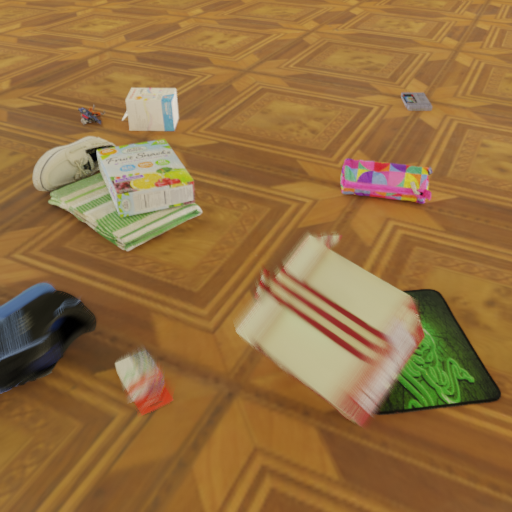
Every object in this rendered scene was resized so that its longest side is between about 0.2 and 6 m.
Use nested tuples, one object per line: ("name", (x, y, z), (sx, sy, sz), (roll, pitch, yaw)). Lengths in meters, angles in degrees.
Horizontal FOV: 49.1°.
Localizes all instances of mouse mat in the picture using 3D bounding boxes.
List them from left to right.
("mouse mat", (2.300, 1.338, 8.521), (1.946, 0.091, 2.419), (-5, 38, -7))

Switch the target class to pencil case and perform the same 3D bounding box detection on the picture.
("pencil case", (2.720, -1.579, 11.782), (1.888, 0.835, 0.835), (8, 38, 13))

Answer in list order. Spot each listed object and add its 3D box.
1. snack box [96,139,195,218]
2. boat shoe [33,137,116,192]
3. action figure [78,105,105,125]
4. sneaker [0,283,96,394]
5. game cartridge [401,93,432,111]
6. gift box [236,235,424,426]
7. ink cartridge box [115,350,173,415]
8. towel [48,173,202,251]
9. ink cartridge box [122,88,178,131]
("snack box", (-2.323, -1.669, 11.590), (1.541, 0.574, 2.166), (-12, 37, -19))
("boat shoe", (-3.947, -2.034, 12.425), (0.738, 0.808, 2.247), (11, 30, 22))
("action figure", (-4.392, -3.717, 15.056), (0.729, 0.381, 0.705), (39, 54, 7))
("sneaker", (-3.450, 1.408, 7.692), (1.075, 0.968, 2.760), (22, 45, 22))
("game cartridge", (4.574, -4.433, 16.035), (0.687, 0.203, 1.059), (4, 37, -2))
("gift box", (1.042, 0.875, 7.407), (1.810, 1.789, 1.939), (32, 75, 32))
("ink cartridge box", (-1.572, 1.749, 7.825), (0.494, 0.228, 0.907), (-22, 40, -24))
("towel", (-2.708, -1.075, 11.521), (2.718, 0.318, 2.073), (28, 44, 34))
("ink cartridge box", (-2.796, -3.839, 14.675), (1.368, 0.857, 0.880), (1, 37, 0))
